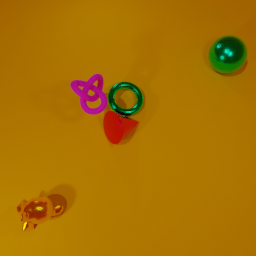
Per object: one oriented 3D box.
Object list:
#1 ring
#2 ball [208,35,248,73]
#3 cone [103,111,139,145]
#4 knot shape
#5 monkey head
[{"bbox_3d":[-0.075,-0.960,9.120,1.198,0.240,1.198,3,73,-10],"label":"ring"},{"bbox_3d":[3.305,-2.441,9.306,1.233,1.233,1.233,0,67,0],"label":"ball"},{"bbox_3d":[-0.061,-0.099,8.730,1.047,1.043,1.043,-12,65,-34],"label":"cone"},{"bbox_3d":[-1.010,-1.059,7.950,1.164,0.538,1.090,48,55,-24],"label":"knot shape"},{"bbox_3d":[-2.454,2.349,7.500,0.853,1.416,1.019,6,89,32],"label":"monkey head"}]
